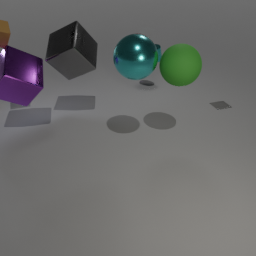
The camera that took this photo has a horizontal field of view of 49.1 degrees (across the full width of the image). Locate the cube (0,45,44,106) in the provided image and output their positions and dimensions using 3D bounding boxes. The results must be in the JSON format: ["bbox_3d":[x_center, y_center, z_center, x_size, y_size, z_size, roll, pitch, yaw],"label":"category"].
[{"bbox_3d":[-4.056,-1.855,10.247,1.400,1.400,1.400,15,54,-40],"label":"cube"}]

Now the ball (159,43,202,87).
[{"bbox_3d":[1.752,-2.094,9.361,1.400,1.400,1.400,0,30,0],"label":"ball"}]

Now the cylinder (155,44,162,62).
[{"bbox_3d":[1.323,-3.731,14.036,0.700,0.700,0.700,-8,42,7],"label":"cylinder"}]

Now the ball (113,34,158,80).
[{"bbox_3d":[0.237,-2.196,8.719,1.400,1.400,1.400,0,30,0],"label":"ball"}]

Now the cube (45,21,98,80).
[{"bbox_3d":[-2.165,-2.984,10.950,1.400,1.400,1.400,-15,58,26],"label":"cube"}]

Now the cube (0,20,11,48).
[{"bbox_3d":[-4.663,-3.383,9.974,0.700,0.700,0.700,1,52,-37],"label":"cube"}]
